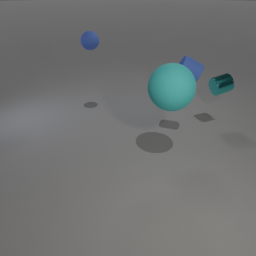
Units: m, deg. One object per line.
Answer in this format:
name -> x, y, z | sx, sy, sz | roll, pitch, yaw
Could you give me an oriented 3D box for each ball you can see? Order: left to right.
ball -> -1.447, -3.316, 10.625 | 0.700, 0.700, 0.700 | 0, 28, 0
ball -> 1.279, -1.190, 8.212 | 1.400, 1.400, 1.400 | 0, 28, 0

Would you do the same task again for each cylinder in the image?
cylinder -> 2.052, -1.951, 9.357 | 0.700, 0.700, 0.700 | 27, 28, -8
cylinder -> 3.586, -1.672, 10.777 | 0.700, 0.700, 0.700 | -19, 32, -9
